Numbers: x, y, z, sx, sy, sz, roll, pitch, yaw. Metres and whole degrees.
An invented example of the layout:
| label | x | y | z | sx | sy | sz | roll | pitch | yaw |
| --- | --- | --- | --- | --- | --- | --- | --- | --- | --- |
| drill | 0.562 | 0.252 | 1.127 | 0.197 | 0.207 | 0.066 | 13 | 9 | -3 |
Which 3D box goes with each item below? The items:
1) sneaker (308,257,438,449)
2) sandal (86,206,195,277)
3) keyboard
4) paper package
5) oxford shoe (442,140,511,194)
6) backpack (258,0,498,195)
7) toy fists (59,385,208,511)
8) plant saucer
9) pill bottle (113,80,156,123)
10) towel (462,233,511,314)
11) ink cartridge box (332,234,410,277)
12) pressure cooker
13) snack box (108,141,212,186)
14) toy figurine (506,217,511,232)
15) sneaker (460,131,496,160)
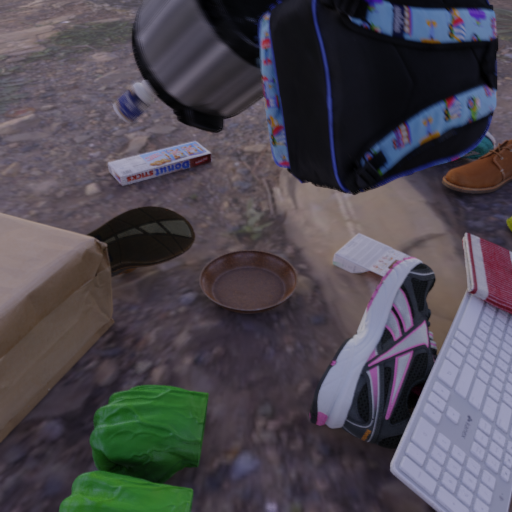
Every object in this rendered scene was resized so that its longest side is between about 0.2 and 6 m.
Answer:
| label | x | y | z | sx | sy | sz | roll | pitch | yaw |
| --- | --- | --- | --- | --- | --- | --- | --- | --- | --- |
| sneaker | 1.855 | 1.299 | 7.294 | 1.303 | 1.212 | 3.018 | 28 | 50 | 16 |
| sandal | -2.286 | -0.019 | 9.288 | 2.581 | 0.705 | 1.055 | -27 | 78 | -12 |
| keyboard | 2.842 | 1.435 | 6.930 | 1.254 | 0.238 | 4.455 | 44 | 41 | 4 |
| paper package | -4.072 | 0.786 | 7.313 | 3.216 | 1.664 | 3.065 | 15 | 38 | 18 |
| oxford shoe | 5.052 | -1.981 | 11.864 | 2.606 | 0.929 | 0.930 | -18 | 40 | -20 |
| backpack | 1.922 | -2.613 | 8.260 | 3.200 | 2.921 | 2.153 | -19 | 20 | -23 |
| toy fists | -1.251 | 2.337 | 5.896 | 1.240 | 0.837 | 2.433 | 8 | 34 | -1 |
| plant saucer | -0.117 | 0.454 | 8.971 | 1.566 | 0.286 | 1.566 | -1 | 35 | 0 |
| pill bottle | -2.438 | -3.203 | 11.479 | 0.928 | 0.515 | 0.515 | -36 | 29 | 21 |
| towel | 4.052 | 0.533 | 8.294 | 2.129 | 0.242 | 1.534 | 24 | 37 | -2 |
| ink cartridge box | 1.973 | 0.069 | 9.574 | 1.049 | 0.263 | 0.845 | 29 | 44 | 27 |
| pressure cooker | -0.715 | -4.255 | 10.666 | 3.361 | 3.002 | 2.956 | -20 | 25 | 51 |
| snack box | -2.136 | -2.099 | 12.560 | 2.185 | 0.266 | 0.785 | -20 | 40 | -26 |
| toy figurine | 5.072 | -0.523 | 9.570 | 1.040 | 1.181 | 1.971 | 5 | 36 | 6 |
| sneaker | 4.053 | -2.520 | 12.818 | 2.629 | 1.019 | 1.047 | 13 | 57 | 25 |
